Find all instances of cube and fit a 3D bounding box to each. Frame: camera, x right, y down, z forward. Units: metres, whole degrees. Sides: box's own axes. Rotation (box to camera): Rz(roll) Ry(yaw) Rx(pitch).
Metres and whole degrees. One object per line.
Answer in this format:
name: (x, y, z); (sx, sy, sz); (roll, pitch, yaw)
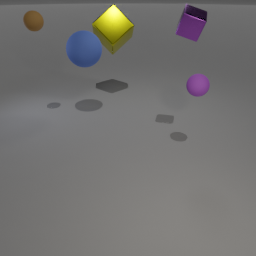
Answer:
cube: (-0.710, -4.651, 13.358); (1.400, 1.400, 1.400); (-44, 0, -5)
cube: (1.922, -3.180, 8.480); (0.700, 0.700, 0.700); (19, 47, -2)

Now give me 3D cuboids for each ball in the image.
ball: (-1.724, -3.098, 11.017); (1.400, 1.400, 1.400); (0, 27, 0)
ball: (-3.359, -3.801, 9.954); (0.700, 0.700, 0.700); (0, 27, 0)
ball: (2.155, -1.318, 8.633); (0.700, 0.700, 0.700); (0, 27, 0)
